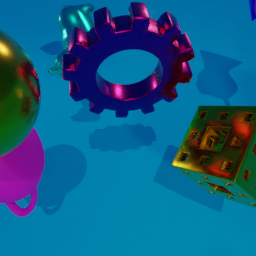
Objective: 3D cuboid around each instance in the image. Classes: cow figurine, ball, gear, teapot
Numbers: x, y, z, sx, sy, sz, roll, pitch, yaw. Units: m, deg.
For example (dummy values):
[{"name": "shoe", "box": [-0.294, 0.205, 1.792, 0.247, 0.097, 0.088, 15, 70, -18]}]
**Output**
[{"name": "cow figurine", "box": [-0.993, -1.578, 5.136, 1.407, 0.785, 1.430, -28, 95, -45]}, {"name": "ball", "box": [-1.384, -0.288, 2.352, 1.252, 1.252, 1.252, 0, 46, 0]}, {"name": "gear", "box": [0.005, -0.770, 3.661, 1.654, 1.654, 0.306, -5, 54, -5]}, {"name": "teapot", "box": [-1.804, 0.323, 3.622, 1.016, 2.075, 1.290, -21, 20, 13]}]

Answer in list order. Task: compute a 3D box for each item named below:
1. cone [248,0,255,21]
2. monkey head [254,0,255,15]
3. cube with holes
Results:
[{"name": "cone", "box": [2.971, -2.876, 6.054, 1.480, 1.480, 1.485, 25, 75, 22]}, {"name": "monkey head", "box": [2.924, -2.452, 4.946, 1.190, 1.420, 1.974, 16, 85, 13]}, {"name": "cube with holes", "box": [1.521, 0.402, 4.067, 1.054, 1.054, 1.054, 7, 65, 55]}]
